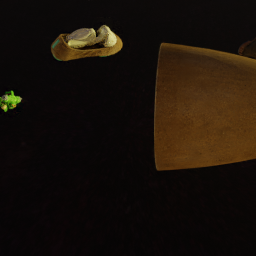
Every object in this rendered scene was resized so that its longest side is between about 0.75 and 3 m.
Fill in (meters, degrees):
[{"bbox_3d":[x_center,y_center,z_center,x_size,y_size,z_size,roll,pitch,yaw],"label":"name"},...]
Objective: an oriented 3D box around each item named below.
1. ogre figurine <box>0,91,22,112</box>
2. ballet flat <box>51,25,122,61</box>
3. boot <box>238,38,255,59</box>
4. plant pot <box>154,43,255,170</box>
[{"bbox_3d":[-2.994,-0.652,6.846,0.514,0.857,0.421,-19,67,17],"label":"ogre figurine"},{"bbox_3d":[-1.057,-2.615,8.352,2.515,0.910,0.853,-17,74,-33],"label":"ballet flat"},{"bbox_3d":[3.991,-2.424,8.157,1.416,0.529,0.686,-34,47,-8],"label":"boot"},{"bbox_3d":[1.866,-0.343,5.134,2.569,2.394,2.394,2,46,12],"label":"plant pot"}]
